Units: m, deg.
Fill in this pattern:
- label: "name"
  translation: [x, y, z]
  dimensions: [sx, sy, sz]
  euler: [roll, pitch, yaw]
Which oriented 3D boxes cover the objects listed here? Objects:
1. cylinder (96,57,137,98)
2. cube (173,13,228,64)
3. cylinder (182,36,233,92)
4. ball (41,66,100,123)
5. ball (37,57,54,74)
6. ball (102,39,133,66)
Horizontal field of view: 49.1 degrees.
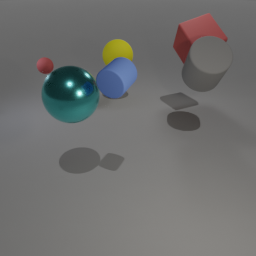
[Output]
- label: "cylinder"
  translation: [-0.243, -1.122, 6.237]
  dimensions: [0.700, 0.700, 0.700]
  euler: [12, 39, 22]
- label: "cube"
  translation: [2.830, -3.408, 11.222]
  dimensions: [1.400, 1.400, 1.400]
  euler: [-23, 71, -10]
- label: "cylinder"
  translation: [2.656, -2.146, 9.574]
  dimensions: [1.400, 1.400, 1.400]
  euler: [0, 72, -1]
- label: "ball"
  translation: [-1.393, -0.812, 6.861]
  dimensions: [1.400, 1.400, 1.400]
  euler: [0, 28, 0]
- label: "ball"
  translation: [-3.559, -2.675, 12.044]
  dimensions: [0.700, 0.700, 0.700]
  euler: [0, 28, 0]
- label: "ball"
  translation: [-0.469, -3.325, 12.809]
  dimensions: [1.400, 1.400, 1.400]
  euler: [0, 28, 0]
